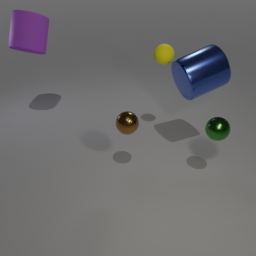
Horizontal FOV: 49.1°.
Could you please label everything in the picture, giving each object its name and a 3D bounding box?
[{"bbox_3d":[-3.888,-3.731,11.028,1.400,1.400,1.400,8,8,-1],"label":"cylinder"},{"bbox_3d":[2.601,0.025,8.122,0.700,0.700,0.700,0,29,0],"label":"ball"},{"bbox_3d":[2.348,-1.805,9.138,1.400,1.400,1.400,-24,33,-5],"label":"cylinder"},{"bbox_3d":[-0.020,-0.150,8.370,0.700,0.700,0.700,0,29,0],"label":"ball"},{"bbox_3d":[1.262,-2.582,9.804,0.700,0.700,0.700,0,29,0],"label":"ball"}]
